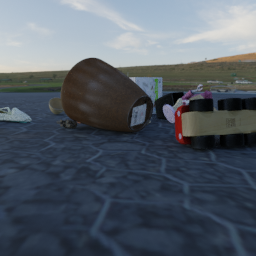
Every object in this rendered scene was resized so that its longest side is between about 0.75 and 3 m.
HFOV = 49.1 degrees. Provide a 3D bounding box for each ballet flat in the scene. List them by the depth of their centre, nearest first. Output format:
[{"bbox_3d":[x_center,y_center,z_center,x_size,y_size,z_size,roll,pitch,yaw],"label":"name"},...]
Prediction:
[{"bbox_3d":[-5.471,-0.627,13.027,2.048,0.735,0.735,3,10,16],"label":"ballet flat"}]

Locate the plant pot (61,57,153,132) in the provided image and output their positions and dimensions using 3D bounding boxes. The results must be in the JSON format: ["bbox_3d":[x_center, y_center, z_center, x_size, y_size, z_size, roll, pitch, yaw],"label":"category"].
[{"bbox_3d":[-0.582,-0.982,10.547,2.896,2.707,2.707,28,25,37],"label":"plant pot"}]

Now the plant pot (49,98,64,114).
[{"bbox_3d":[-4.037,-1.162,15.898,0.956,0.641,0.956,14,45,-14],"label":"plant pot"}]

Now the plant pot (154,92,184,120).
[{"bbox_3d":[2.080,-1.056,14.022,1.174,1.324,1.320,-6,4,36],"label":"plant pot"}]

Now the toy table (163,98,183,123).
[{"bbox_3d":[2.157,-0.732,12.661,0.720,1.130,1.230,-17,36,-11],"label":"toy table"}]

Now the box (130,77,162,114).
[{"bbox_3d":[0.944,-1.797,15.754,1.824,2.067,0.999,-7,11,-29],"label":"box"}]

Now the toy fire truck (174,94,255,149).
[{"bbox_3d":[2.489,-0.349,8.896,2.478,1.811,2.815,-3,-1,-15],"label":"toy fire truck"}]

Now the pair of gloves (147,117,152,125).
[{"bbox_3d":[0.263,-0.359,12.619,1.515,0.266,1.288,2,10,14],"label":"pair of gloves"}]

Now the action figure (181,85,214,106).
[{"bbox_3d":[3.061,-1.243,13.641,2.520,1.688,1.876,-6,10,-44],"label":"action figure"}]

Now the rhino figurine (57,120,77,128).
[{"bbox_3d":[-2.484,-0.173,11.260,1.121,0.335,0.490,6,-1,41],"label":"rhino figurine"}]
